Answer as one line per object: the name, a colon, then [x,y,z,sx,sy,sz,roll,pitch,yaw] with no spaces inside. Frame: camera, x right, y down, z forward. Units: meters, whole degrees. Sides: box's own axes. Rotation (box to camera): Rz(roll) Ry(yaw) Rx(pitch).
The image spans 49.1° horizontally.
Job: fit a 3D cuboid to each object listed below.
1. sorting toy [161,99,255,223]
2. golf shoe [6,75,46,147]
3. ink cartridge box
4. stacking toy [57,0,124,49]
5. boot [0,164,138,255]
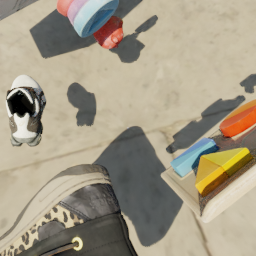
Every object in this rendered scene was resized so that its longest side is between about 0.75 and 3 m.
sorting toy: [1.767,-0.102,3.746,2.959,2.187,0.435,-37,93,-2]
golf shoe: [-1.627,-0.467,4.510,0.615,0.748,1.583,-7,50,-17]
ink cartridge box: [-1.812,-3.100,4.781,2.933,2.134,1.232,-46,107,-30]
stacking toy: [-0.182,-2.145,4.740,1.747,1.930,0.815,-42,93,12]
boot: [-0.725,2.113,3.083,2.923,1.070,2.201,-50,55,17]
